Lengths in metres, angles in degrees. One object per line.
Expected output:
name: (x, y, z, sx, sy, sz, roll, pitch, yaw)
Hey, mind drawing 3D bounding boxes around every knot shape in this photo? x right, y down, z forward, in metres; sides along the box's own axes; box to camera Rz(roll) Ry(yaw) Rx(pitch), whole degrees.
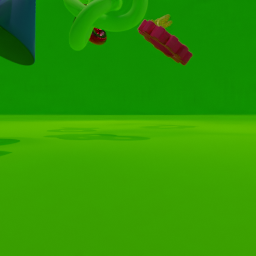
knot shape: (-1.217, -3.460, 8.701, 0.940, 1.903, 2.034, -16, -9, -15)
knot shape: (-0.467, -2.582, 5.914, 1.848, 1.975, 0.913, -14, -39, 21)

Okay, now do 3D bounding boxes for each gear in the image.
gear: (1.285, -2.954, 9.748, 2.067, 0.382, 2.067, 35, 9, -6)

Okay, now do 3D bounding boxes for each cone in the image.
cone: (-1.815, -1.920, 4.569, 1.268, 1.273, 1.268, 22, -16, 7)

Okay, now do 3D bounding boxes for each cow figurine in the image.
cow figurine: (1.354, -4.372, 11.726, 0.949, 0.530, 0.965, -16, 25, 23)
